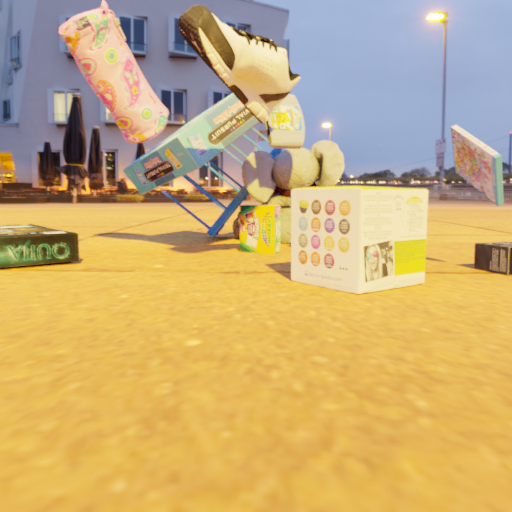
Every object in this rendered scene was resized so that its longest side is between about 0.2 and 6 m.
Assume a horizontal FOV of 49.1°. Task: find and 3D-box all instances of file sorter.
[{"bbox_3d":[-0.843,-2.025,13.985,1.658,2.702,1.875,39,0,-3],"label":"file sorter"}]

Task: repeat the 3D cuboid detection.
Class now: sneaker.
[{"bbox_3d":[-0.179,-2.766,7.686,0.972,0.896,2.430,-40,-22,12],"label":"sneaker"}]

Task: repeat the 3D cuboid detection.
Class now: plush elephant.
[{"bbox_3d":[0.827,-1.525,13.406,2.550,2.397,3.096,-1,7,-10],"label":"plush elephant"}]

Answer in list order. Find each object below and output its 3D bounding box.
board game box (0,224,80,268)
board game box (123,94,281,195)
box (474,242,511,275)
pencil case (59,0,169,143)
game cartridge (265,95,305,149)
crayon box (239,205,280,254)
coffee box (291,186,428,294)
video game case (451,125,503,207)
[{"bbox_3d":[-5.410,-0.118,9.423,4.039,0.569,2.732,-5,9,-35],"label":"board game box"},{"bbox_3d":[-1.189,-2.346,11.325,2.260,0.702,2.994,-43,18,-26],"label":"board game box"},{"bbox_3d":[3.944,0.026,8.721,0.743,0.444,0.756,-2,7,-19],"label":"box"},{"bbox_3d":[-2.542,-3.292,10.273,1.073,2.454,1.073,-17,39,14],"label":"pencil case"},{"bbox_3d":[0.577,-2.794,11.552,0.818,1.227,0.248,-2,-18,-24],"label":"game cartridge"},{"bbox_3d":[0.077,-0.536,11.252,0.830,0.962,0.280,4,8,33],"label":"crayon box"},{"bbox_3d":[1.376,-0.280,7.591,1.328,1.313,1.326,-5,8,-36],"label":"coffee box"},{"bbox_3d":[3.366,-1.395,8.562,0.108,0.872,1.218,-22,36,-1],"label":"video game case"}]
